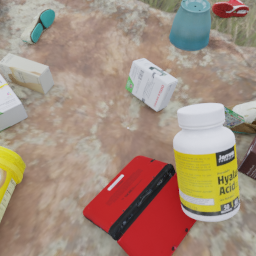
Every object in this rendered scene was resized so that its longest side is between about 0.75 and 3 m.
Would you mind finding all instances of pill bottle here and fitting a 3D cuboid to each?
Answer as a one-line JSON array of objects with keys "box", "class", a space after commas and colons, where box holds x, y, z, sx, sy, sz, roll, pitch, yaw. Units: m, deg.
[{"box": [1.601, 0.663, 5.814, 1.238, 2.224, 1.238, -10, 14, 2], "class": "pill bottle"}]

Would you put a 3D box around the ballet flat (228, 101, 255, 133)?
[{"box": [3.756, -0.253, 7.795, 2.628, 0.951, 0.891, 15, 55, 12], "class": "ballet flat"}]

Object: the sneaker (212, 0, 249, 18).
[{"box": [4.163, -5.071, 11.743, 1.562, 0.612, 0.902, 5, 44, -12], "class": "sneaker"}]

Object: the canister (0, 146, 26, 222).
[{"box": [-3.824, 1.860, 6.022, 2.226, 1.297, 2.998, 7, 55, 5], "class": "canister"}]

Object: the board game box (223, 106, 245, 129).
[{"box": [2.415, -0.217, 7.361, 1.196, 0.805, 0.174, 17, 55, -40], "class": "board game box"}]

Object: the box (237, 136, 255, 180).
[{"box": [3.649, 0.768, 6.976, 1.258, 1.033, 1.043, 29, 58, 20], "class": "box"}]

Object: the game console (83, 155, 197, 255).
[{"box": [0.375, 1.914, 6.639, 2.150, 1.276, 1.853, -42, 33, -28], "class": "game console"}]

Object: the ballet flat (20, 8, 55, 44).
[{"box": [-3.512, -4.003, 10.826, 0.622, 0.672, 1.993, 7, 52, 19], "class": "ballet flat"}]

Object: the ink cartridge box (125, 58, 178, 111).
[{"box": [0.688, -1.310, 8.486, 1.384, 1.010, 0.582, 39, 42, 23], "class": "ink cartridge box"}]

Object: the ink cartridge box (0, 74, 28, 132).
[{"box": [-3.961, -0.740, 8.316, 1.202, 0.697, 1.660, -32, 59, -22], "class": "ink cartridge box"}]

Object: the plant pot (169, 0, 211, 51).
[{"box": [2.349, -3.855, 10.208, 1.519, 1.428, 1.519, 0, 53, -1], "class": "plant pot"}]

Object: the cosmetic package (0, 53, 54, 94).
[{"box": [-3.247, -1.743, 9.012, 1.565, 0.823, 0.556, 20, 57, 16], "class": "cosmetic package"}]
